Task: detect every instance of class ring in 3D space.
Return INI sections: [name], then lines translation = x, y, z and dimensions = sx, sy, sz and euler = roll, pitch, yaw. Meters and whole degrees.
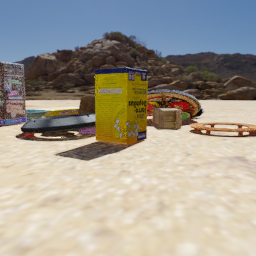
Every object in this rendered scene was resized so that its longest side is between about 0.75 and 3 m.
[ring]
translation = 2.902, 0.016, 8.372
dimensions = 2.056, 0.197, 2.056
euler = -1, 7, 0

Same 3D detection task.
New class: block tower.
[block tower]
translation = 1.362, -0.429, 10.220
dimensions = 0.654, 0.611, 2.261
euler = -2, 7, -6

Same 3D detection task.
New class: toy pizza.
[toy pizza]
translation = 1.650, -0.834, 11.676
dimensions = 2.711, 0.429, 2.711
euler = 7, -18, 2

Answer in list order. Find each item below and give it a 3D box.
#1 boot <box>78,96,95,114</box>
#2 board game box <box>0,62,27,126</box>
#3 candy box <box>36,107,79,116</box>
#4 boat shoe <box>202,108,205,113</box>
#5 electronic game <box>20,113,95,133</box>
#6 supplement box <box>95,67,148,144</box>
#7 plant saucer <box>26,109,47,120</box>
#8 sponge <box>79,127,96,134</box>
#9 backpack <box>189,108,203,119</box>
[boot]
translation = -0.889, -0.638, 10.065
dimensions = 2.892, 1.091, 1.065
euler = 8, 9, 44
[board game box]
translation = -4.805, -1.241, 10.303
dimensions = 1.743, 2.186, 1.059
euler = 3, 8, 23
[candy box]
translation = -3.563, -0.922, 15.184
dimensions = 1.427, 0.369, 2.792
euler = 8, 10, 33
[boat shoe]
translation = 3.737, -1.088, 15.781
dimensions = 1.624, 0.555, 0.600
euler = -5, 8, -33
[electronic game]
translation = -1.838, -0.106, 8.015
dimensions = 2.331, 0.485, 2.331
euler = -5, 7, 1
[supplement box]
translation = -0.145, -0.534, 6.635
dimensions = 0.921, 1.681, 0.915
euler = 5, 8, 33
[plant saucer]
translation = -5.068, -0.621, 12.862
dimensions = 2.596, 0.356, 2.596
euler = 0, 6, 0
[sponge]
translation = -0.944, -0.017, 8.504
dimensions = 0.766, 0.205, 1.373
euler = 0, 8, 6
[backpack]
translation = 2.982, -0.822, 12.881
dimensions = 0.856, 0.898, 0.692
euler = 0, -7, -28
